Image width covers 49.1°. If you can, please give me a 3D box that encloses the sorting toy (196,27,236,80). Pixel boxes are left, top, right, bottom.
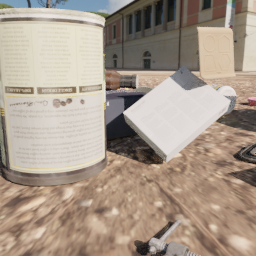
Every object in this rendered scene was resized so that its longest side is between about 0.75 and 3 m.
[{"bbox_3d":[1.732,-1.479,5.549,0.931,1.006,0.184,-10,5,-28],"label":"sorting toy"}]

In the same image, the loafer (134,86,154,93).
[{"bbox_3d":[1.272,-1.617,13.848,2.085,0.784,0.726,7,6,-7],"label":"loafer"}]

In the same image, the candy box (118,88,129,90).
[{"bbox_3d":[-1.363,-1.368,11.093,2.435,0.673,1.406,-16,2,-21],"label":"candy box"}]

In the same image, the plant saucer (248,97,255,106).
[{"bbox_3d":[6.089,-1.187,12.765,1.202,0.305,1.202,0,13,0],"label":"plant saucer"}]

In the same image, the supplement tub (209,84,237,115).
[{"bbox_3d":[3.277,-1.143,10.865,1.095,1.095,1.514,-7,16,-27],"label":"supplement tub"}]

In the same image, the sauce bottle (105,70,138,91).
[{"bbox_3d":[-0.827,-1.563,9.333,2.324,0.752,0.752,5,14,11],"label":"sauce bottle"}]

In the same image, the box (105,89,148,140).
[{"bbox_3d":[-0.358,-0.470,8.099,2.050,1.067,1.867,-10,15,-35],"label":"box"}]

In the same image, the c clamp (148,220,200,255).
[{"bbox_3d":[0.823,1.344,2.341,1.766,0.239,1.508,10,17,37],"label":"c clamp"}]

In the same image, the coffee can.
[{"bbox_3d":[-1.365,-0.586,5.098,1.963,2.683,1.963,0,14,0],"label":"coffee can"}]

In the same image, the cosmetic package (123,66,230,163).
[{"bbox_3d":[0.966,-0.330,5.696,1.713,0.443,1.292,-38,64,-12],"label":"cosmetic package"}]

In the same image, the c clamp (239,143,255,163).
[{"bbox_3d":[3.046,0.569,5.753,1.350,0.214,1.580,3,14,35],"label":"c clamp"}]
